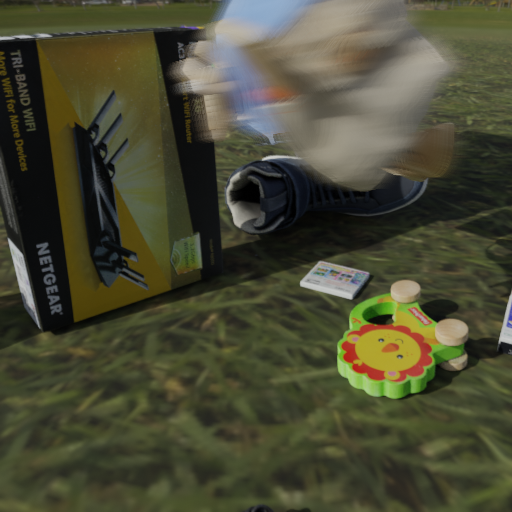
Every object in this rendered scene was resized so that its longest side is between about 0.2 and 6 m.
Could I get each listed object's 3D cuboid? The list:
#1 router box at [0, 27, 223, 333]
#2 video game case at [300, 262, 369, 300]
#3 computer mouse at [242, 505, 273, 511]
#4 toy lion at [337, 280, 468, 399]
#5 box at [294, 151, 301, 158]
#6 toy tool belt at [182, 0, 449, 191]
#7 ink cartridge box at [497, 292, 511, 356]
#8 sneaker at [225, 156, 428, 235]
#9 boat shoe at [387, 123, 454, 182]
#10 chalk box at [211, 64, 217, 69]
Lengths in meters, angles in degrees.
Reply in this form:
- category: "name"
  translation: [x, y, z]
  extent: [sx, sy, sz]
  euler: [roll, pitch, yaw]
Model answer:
- category: "router box"
  translation: [-1.949, -1.102, 7.543]
  extent: [2.821, 3.587, 0.937]
  euler: [-19, 29, -31]
- category: "video game case"
  translation: [1.205, 0.361, 8.527]
  extent: [0.831, 0.098, 0.757]
  euler: [14, 30, 26]
- category: "computer mouse"
  translation: [-0.652, 2.502, 4.043]
  extent: [2.165, 0.475, 1.187]
  euler: [-7, 30, -14]
- category: "toy lion"
  translation: [1.659, 1.048, 6.884]
  extent: [1.538, 0.551, 1.605]
  euler: [-16, 30, -12]
- category: "box"
  translation: [1.003, -3.996, 10.221]
  extent: [0.987, 4.084, 3.234]
  euler: [-21, 7, -12]
- category: "toy tool belt"
  translation: [0.194, -1.813, 5.013]
  extent: [1.776, 1.805, 2.890]
  euler: [16, 21, -26]
- category: "ink cartridge box"
  translation: [3.598, 0.903, 7.329]
  extent: [0.661, 0.261, 1.329]
  euler: [14, 32, 25]
- category: "sneaker"
  translation: [1.123, -1.120, 9.786]
  extent: [3.426, 1.303, 2.476]
  euler: [1, 16, 22]
- category: "boat shoe"
  translation: [2.066, -1.280, 7.168]
  extent: [0.528, 0.583, 1.636]
  euler: [7, -7, -1]
- category: "chalk box"
  translation: [0.078, -2.640, 6.873]
  extent: [0.721, 1.155, 0.716]
  euler: [26, -2, -31]
